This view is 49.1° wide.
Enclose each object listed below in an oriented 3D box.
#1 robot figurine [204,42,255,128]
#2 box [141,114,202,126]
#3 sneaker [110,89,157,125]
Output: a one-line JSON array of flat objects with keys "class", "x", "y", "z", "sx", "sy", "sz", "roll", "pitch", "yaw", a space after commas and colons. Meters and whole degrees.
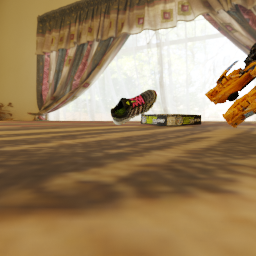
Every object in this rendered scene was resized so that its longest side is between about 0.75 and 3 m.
[{"class": "robot figurine", "x": 3.614, "y": -1.399, "z": 7.845, "sx": 0.804, "sy": 2.004, "sz": 2.764, "roll": 22, "pitch": -59, "yaw": -44}, {"class": "box", "x": 1.729, "y": -0.346, "z": 11.232, "sx": 1.938, "sy": 0.429, "sz": 1.553, "roll": -3, "pitch": 5, "yaw": -35}, {"class": "sneaker", "x": 0.192, "y": -0.966, "z": 11.866, "sx": 2.283, "sy": 0.842, "sz": 0.999, "roll": -31, "pitch": -26, "yaw": 9}]
